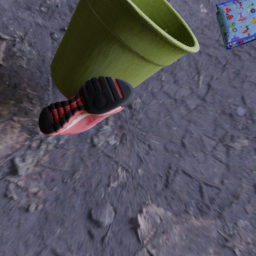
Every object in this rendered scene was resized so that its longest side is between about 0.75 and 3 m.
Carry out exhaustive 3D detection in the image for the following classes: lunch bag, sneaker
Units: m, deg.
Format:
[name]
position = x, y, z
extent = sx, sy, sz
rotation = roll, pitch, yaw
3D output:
[lunch bag]
position = 2.962, -2.671, 6.826
extent = 1.373, 0.646, 1.033
rotation = -15, 87, 17
[sneaker]
position = -0.828, -0.427, 6.107
extent = 2.209, 0.958, 0.814
rotation = -21, 73, 15

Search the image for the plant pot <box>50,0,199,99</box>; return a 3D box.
[plant pot]
position = -0.372, -1.869, 6.531
extent = 2.914, 2.768, 2.914
rotation = 31, 33, -24
